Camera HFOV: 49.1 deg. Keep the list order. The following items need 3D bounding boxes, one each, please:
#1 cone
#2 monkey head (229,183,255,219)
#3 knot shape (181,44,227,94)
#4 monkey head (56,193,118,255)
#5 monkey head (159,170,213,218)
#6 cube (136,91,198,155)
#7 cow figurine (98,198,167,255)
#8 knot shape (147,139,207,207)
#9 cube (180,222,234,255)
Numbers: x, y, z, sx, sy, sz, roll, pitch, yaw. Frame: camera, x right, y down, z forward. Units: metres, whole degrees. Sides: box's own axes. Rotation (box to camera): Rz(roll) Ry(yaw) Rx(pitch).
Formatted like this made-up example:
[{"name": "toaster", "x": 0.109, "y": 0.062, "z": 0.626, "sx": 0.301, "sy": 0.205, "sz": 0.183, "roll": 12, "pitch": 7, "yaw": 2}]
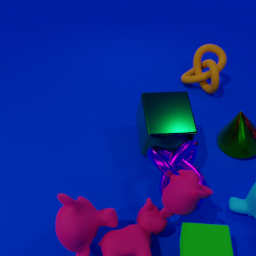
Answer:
[{"name": "cone", "x": 2.949, "y": -0.047, "z": 7.342, "sx": 1.240, "sy": 1.244, "sz": 1.240, "roll": -10, "pitch": 51, "yaw": 13}, {"name": "monkey head", "x": 2.858, "y": 1.524, "z": 6.073, "sx": 1.163, "sy": 0.974, "sz": 1.616, "roll": 9, "pitch": 26, "yaw": 14}, {"name": "knot shape", "x": 2.679, "y": -2.084, "z": 9.569, "sx": 0.770, "sy": 1.558, "sz": 1.665, "roll": 19, "pitch": 10, "yaw": -39}, {"name": "monkey head", "x": -0.825, "y": 1.875, "z": 5.431, "sx": 1.091, "sy": 1.517, "sz": 0.914, "roll": -10, "pitch": 6, "yaw": 25}, {"name": "monkey head", "x": 1.153, "y": 1.312, "z": 5.321, "sx": 0.948, "sy": 1.318, "sz": 0.794, "roll": 28, "pitch": 47, "yaw": -13}, {"name": "cube", "x": 0.936, "y": -0.109, "z": 7.312, "sx": 1.224, "sy": 1.224, "sz": 1.224, "roll": -3, "pitch": 63, "yaw": -8}, {"name": "cow figurine", "x": 0.108, "y": 2.134, "z": 5.598, "sx": 1.409, "sy": 0.773, "sz": 1.386, "roll": 0, "pitch": 53, "yaw": -10}, {"name": "knot shape", "x": 1.254, "y": 0.919, "z": 6.594, "sx": 1.690, "sy": 0.781, "sz": 1.581, "roll": 56, "pitch": 48, "yaw": -10}, {"name": "cube", "x": 1.438, "y": 2.396, "z": 5.254, "sx": 0.860, "sy": 0.860, "sz": 0.860, "roll": 2, "pitch": 44, "yaw": 7}]
